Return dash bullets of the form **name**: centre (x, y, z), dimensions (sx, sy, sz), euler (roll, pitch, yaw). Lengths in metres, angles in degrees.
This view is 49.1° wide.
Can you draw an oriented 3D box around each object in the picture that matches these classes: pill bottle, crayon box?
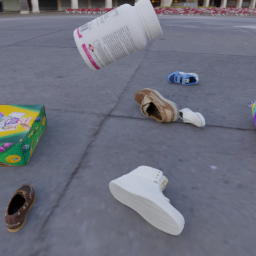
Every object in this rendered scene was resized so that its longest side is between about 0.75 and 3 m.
- **pill bottle**: centre (-0.260, -2.647, 7.903), dimensions (2.245, 1.273, 1.273), euler (-23, 26, 11)
- **crayon box**: centre (-3.809, 0.130, 9.112), dimensions (1.672, 0.820, 2.814), euler (-1, 28, -2)

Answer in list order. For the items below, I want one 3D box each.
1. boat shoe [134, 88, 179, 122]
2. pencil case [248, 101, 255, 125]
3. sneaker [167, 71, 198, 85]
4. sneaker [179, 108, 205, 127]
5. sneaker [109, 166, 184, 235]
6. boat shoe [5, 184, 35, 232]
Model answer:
- **boat shoe**: centre (0.926, -0.915, 11.074), dimensions (0.885, 0.934, 2.466), euler (-19, 31, -28)
- **pencil case**: centre (4.841, -0.170, 9.241), dimensions (1.322, 1.322, 2.992), euler (7, 29, 12)
- **sneaker**: centre (2.861, -2.569, 14.549), dimensions (1.666, 0.616, 0.685), euler (0, 30, 2)
- **sneaker**: centre (2.329, -0.343, 10.491), dimensions (0.505, 0.521, 1.427), euler (-19, 23, -15)
- **sneaker**: centre (0.678, 1.510, 6.553), dimensions (1.218, 0.776, 2.107), euler (-27, 36, -36)
- **boat shoe**: centre (-2.479, 1.711, 6.485), dimensions (0.490, 0.490, 1.393), euler (-5, 27, -6)
